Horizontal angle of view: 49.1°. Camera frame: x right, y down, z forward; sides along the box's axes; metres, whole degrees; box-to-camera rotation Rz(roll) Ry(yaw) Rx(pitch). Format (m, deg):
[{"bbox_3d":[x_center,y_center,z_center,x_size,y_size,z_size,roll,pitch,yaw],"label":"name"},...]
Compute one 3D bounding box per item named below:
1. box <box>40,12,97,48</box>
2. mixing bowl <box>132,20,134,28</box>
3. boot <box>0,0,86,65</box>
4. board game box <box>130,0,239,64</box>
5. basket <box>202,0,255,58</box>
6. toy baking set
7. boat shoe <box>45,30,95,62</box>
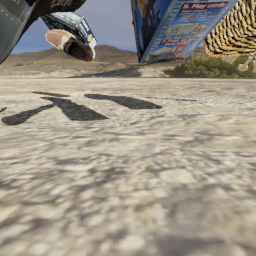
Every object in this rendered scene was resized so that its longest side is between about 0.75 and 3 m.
[{"bbox_3d":[-2.142,-3.548,9.587,1.968,0.453,1.564,30,-7,16],"label":"box"},{"bbox_3d":[0.918,-3.379,8.103,1.586,0.859,1.586,1,50,-1],"label":"mixing bowl"},{"bbox_3d":[-1.208,-1.758,4.054,2.058,0.712,1.792,-41,5,29],"label":"boot"},{"bbox_3d":[0.665,-2.336,2.945,0.859,2.785,2.783,-9,5,-13],"label":"board game box"},{"bbox_3d":[2.611,-2.665,6.224,1.487,2.083,1.552,5,-21,-30],"label":"basket"},{"bbox_3d":[4.165,-2.562,8.895,1.897,0.288,2.471,30,-27,-26],"label":"toy baking set"},{"bbox_3d":[-1.817,-2.560,8.621,1.664,0.630,0.597,23,20,3],"label":"boat shoe"}]
